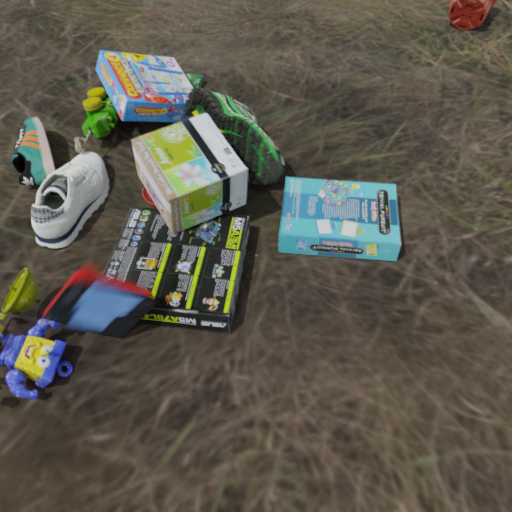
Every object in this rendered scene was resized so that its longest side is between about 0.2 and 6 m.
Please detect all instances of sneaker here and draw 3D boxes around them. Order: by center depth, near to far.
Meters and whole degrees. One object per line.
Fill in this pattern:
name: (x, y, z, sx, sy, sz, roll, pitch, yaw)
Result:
sneaker: (-4.097, -1.521, 12.458, 1.109, 1.169, 2.903, 4, 47, 6)
sneaker: (-5.515, -2.569, 13.609, 0.922, 0.824, 2.309, -15, 51, -19)
sneaker: (-0.296, -3.026, 13.630, 1.467, 1.344, 3.444, -10, 50, -39)

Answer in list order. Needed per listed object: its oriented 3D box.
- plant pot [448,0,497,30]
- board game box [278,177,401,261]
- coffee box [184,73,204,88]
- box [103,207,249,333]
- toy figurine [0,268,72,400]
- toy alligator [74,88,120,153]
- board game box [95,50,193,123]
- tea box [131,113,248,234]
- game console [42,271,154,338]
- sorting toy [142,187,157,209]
plant pot: (7.111, -8.408, 18.487, 1.607, 1.607, 1.563, 18, 59, 16)
board game box: (1.797, -0.833, 12.207, 2.488, 0.584, 1.879, 5, 48, 4)
coffee box: (-2.133, -4.997, 16.171, 1.114, 0.245, 0.685, 9, 52, 9)
box: (-1.591, 0.180, 11.287, 2.625, 0.646, 2.719, 6, 48, 3)
toy figurine: (-3.993, 1.678, 9.945, 1.546, 1.361, 2.580, 24, 49, -17)
toy alligator: (-3.862, -3.474, 14.159, 0.834, 0.912, 3.074, -8, 40, 2)
board game box: (-2.816, -4.446, 14.771, 2.161, 0.617, 2.207, -8, 54, -35)
tea box: (-1.372, -1.720, 11.596, 1.765, 1.199, 1.795, -26, 63, -18)
game console: (-2.683, 0.885, 9.671, 1.535, 1.357, 0.238, 23, 34, -35)
sorting toy: (-1.779, -1.987, 13.045, 1.295, 0.885, 2.155, 16, 50, 14)
